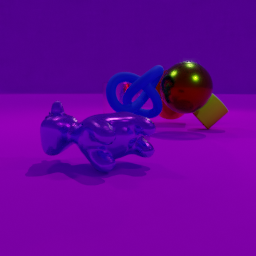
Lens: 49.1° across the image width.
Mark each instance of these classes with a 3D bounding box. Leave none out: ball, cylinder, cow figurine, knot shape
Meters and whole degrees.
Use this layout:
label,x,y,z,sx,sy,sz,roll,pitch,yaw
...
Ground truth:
label,x,y,z,sx,sy,sz,roll,pitch,yaw
ball,1.420,-0.980,6.846,1.264,1.264,1.264,0,8,0
cylinder,1.365,-1.035,8.858,1.181,1.181,1.181,1,-25,7
cylinder,2.158,-0.452,7.465,0.714,0.714,0.714,-43,1,10
cylinder,-0.272,-1.025,10.412,1.331,1.331,1.331,0,8,0
cow figurine,-0.473,0.060,3.907,1.392,0.764,1.369,-13,26,-31
knot shape,0.157,-0.812,6.581,1.414,1.511,0.698,-4,39,-23
